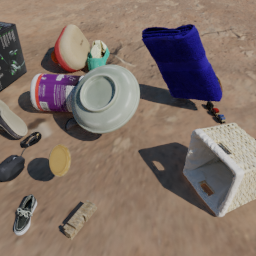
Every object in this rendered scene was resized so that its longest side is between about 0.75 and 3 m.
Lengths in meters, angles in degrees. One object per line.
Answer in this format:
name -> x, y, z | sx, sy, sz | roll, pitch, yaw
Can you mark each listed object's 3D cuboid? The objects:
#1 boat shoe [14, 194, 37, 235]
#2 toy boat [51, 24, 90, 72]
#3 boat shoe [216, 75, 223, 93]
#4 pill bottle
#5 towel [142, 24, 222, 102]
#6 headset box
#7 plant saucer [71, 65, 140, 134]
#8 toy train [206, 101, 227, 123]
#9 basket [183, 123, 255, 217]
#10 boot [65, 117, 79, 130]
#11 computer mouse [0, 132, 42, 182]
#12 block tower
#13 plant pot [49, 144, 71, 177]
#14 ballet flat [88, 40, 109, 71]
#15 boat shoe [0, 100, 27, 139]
boat shoe -> -2.431, 2.024, 6.635 | 0.363, 0.336, 0.983 | 7, 41, 9
toy boat -> -2.728, -3.395, 12.467 | 1.600, 1.597, 2.448 | -24, 35, 20
boat shoe -> 3.506, -1.742, 11.104 | 0.368, 0.348, 1.022 | -4, 40, -4
pill bottle -> -2.091, -1.195, 9.716 | 2.283, 1.284, 1.284 | 4, 40, 5
towel -> 1.738, -1.992, 9.210 | 2.145, 2.905, 0.720 | 20, 66, 49
headset box -> -5.208, -2.751, 10.904 | 1.139, 2.137, 2.454 | 13, 42, 15
plant saucer -> -0.770, -0.957, 8.222 | 2.214, 0.556, 2.214 | -6, 71, 17
toy train -> 3.073, -0.567, 9.767 | 0.202, 0.271, 1.184 | -11, 42, -12
basket -> 2.420, 0.943, 6.927 | 1.320, 1.641, 1.626 | -15, 43, -20
boot -> -1.682, -0.161, 9.306 | 0.522, 0.277, 0.793 | 24, 50, 18
computer mouse -> -3.136, 0.733, 8.166 | 0.605, 0.351, 2.064 | 7, 40, 10
block tower -> -1.119, 2.123, 6.574 | 0.259, 0.277, 0.958 | 22, 44, 23
plant pot -> -1.697, 0.796, 6.908 | 0.109, 0.793, 0.793 | -3, 36, 26
ballet flat -> -1.313, -3.404, 12.629 | 0.893, 0.933, 2.652 | 0, 40, 0
boat shoe -> -4.148, -0.237, 9.241 | 2.386, 0.867, 0.748 | 39, 95, 31
